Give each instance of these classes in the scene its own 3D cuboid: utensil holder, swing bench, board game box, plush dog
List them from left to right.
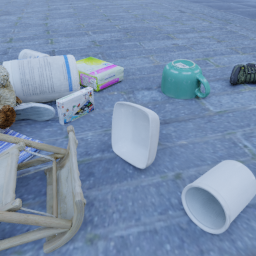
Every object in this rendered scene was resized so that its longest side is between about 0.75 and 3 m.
[{"bbox_3d":[-4.540,-0.595,9.456,2.437,1.955,2.093,-21,56,22],"label":"plush dog"},{"bbox_3d":[-2.484,1.375,6.657,2.713,1.760,2.698,0,33,-15],"label":"swing bench"},{"bbox_3d":[-1.939,-0.843,10.563,0.268,0.979,1.550,28,43,34],"label":"board game box"},{"bbox_3d":[2.231,1.596,6.773,1.460,1.241,1.241,-25,41,-36],"label":"utensil holder"}]

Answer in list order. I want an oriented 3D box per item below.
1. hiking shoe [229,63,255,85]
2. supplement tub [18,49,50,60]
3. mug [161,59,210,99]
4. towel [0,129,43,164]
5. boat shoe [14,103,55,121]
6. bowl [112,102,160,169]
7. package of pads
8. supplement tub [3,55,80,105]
[{"bbox_3d":[5.726,-2.512,13.108,2.358,0.893,1.187,-26,38,-34],"label":"hiking shoe"},{"bbox_3d":[-4.749,-3.430,14.392,1.515,1.000,1.000,21,39,28],"label":"supplement tub"},{"bbox_3d":[2.544,-2.208,12.287,2.107,1.303,1.731,6,35,10],"label":"mug"},{"bbox_3d":[-4.371,0.606,9.014,2.746,0.327,1.988,18,39,24],"label":"towel"},{"bbox_3d":[-3.675,-0.716,10.610,1.933,0.711,0.645,1,35,3],"label":"boat shoe"},{"bbox_3d":[0.273,0.129,8.415,0.669,1.791,1.789,-11,23,-37],"label":"bowl"},{"bbox_3d":[-1.647,-2.613,13.357,2.337,0.797,1.806,25,40,34],"label":"package of pads"},{"bbox_3d":[-3.476,-1.968,11.484,2.771,1.828,1.828,-9,35,-15],"label":"supplement tub"}]
